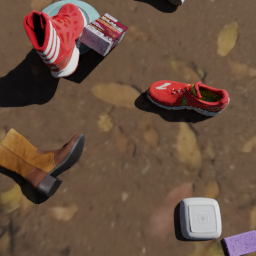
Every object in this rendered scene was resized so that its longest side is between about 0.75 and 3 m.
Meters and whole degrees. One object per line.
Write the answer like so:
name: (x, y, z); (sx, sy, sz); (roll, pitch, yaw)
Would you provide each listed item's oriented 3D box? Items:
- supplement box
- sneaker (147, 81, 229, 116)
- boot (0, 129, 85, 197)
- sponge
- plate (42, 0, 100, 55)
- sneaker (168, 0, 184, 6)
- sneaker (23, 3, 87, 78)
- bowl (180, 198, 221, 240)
supplement box: (-0.730, -3.028, 8.975); (0.936, 0.524, 1.720); (33, 38, -3)
sneaker: (1.849, -1.101, 8.587); (2.504, 1.063, 0.964); (9, 72, 3)
boot: (-2.626, 0.645, 8.358); (2.219, 0.760, 2.089); (29, 82, 16)
sponge: (3.142, 3.172, 7.678); (0.902, 0.135, 0.503); (-13, 72, -4)
plate: (-2.116, -3.602, 9.815); (2.416, 0.309, 2.416); (0, 72, -1)
sneaker: (1.499, -5.561, 10.138); (2.022, 0.769, 1.461); (35, 86, 1)
sneaker: (-2.084, -3.141, 8.358); (1.173, 1.729, 2.993); (-12, 58, 13)
bowl: (2.035, 2.493, 7.758); (1.123, 0.420, 1.124); (0, 70, -1)
